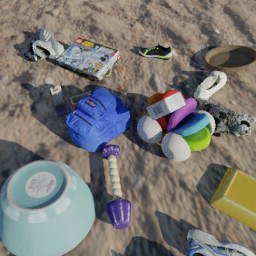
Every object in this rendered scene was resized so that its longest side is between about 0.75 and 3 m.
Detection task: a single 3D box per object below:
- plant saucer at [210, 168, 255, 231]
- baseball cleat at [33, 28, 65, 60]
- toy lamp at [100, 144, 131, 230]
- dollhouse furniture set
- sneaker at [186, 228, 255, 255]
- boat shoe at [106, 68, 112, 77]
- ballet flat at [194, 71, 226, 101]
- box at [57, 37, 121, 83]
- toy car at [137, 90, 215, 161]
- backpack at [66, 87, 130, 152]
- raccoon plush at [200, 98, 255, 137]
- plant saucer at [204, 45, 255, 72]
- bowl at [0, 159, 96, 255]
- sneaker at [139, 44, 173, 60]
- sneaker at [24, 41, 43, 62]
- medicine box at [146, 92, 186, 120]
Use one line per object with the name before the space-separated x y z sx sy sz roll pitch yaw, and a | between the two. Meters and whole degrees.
plant saucer | 3.851 2.181 9.106 1.766 0.428 1.766 28 54 22
baseball cleat | -4.387 -4.466 14.503 1.512 0.991 2.841 -9 41 -47
toy lamp | -0.430 1.850 9.164 0.837 0.837 2.876 -8 47 -7
dollhouse furniture set | -2.466 -1.631 11.968 1.791 1.272 1.420 -19 51 -16
sneaker | 2.564 3.575 7.745 2.023 0.780 0.862 14 59 22
boat shoe | -1.029 -2.954 13.799 0.474 0.408 1.298 -16 53 3
ballet flat | 3.847 -2.095 12.714 0.849 0.849 2.444 32 55 25
box | -1.926 -3.385 13.702 2.617 0.522 1.792 26 68 26
toy car | 1.831 -0.349 10.275 2.393 2.050 2.734 -36 56 -29
backpack | -1.247 -0.348 10.510 1.740 1.797 2.141 31 58 34
raccoon plush | 4.045 -0.571 11.214 1.585 1.144 2.365 1 47 -10
plant saucer | 5.091 -3.429 13.888 2.537 0.374 2.537 -8 38 6
bowl | -2.514 2.104 8.290 2.992 1.565 2.992 0 45 0
sneaker | 1.453 -4.074 14.523 1.808 0.749 0.648 10 49 9
sneaker | -5.080 -4.004 14.597 0.836 0.546 1.495 -24 53 -21
medicine box | 1.234 -0.704 9.048 0.927 0.844 0.477 -26 91 -43
